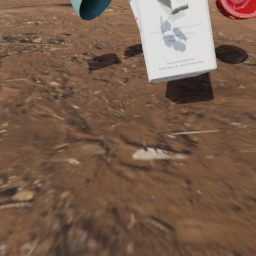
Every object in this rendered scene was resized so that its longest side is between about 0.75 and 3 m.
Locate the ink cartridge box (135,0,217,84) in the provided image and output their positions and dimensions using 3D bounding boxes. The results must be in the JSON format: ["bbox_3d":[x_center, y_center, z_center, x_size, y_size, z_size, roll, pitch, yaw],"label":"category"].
[{"bbox_3d":[0.735,-2.336,5.382,1.151,2.778,2.039,-9,6,5],"label":"ink cartridge box"}]

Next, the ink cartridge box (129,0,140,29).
[{"bbox_3d":[0.779,-3.665,9.018,1.098,1.891,0.636,-21,12,5],"label":"ink cartridge box"}]

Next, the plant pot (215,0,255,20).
[{"bbox_3d":[2.945,-3.528,7.236,1.409,1.409,1.283,3,17,4],"label":"plant pot"}]

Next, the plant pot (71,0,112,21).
[{"bbox_3d":[-1.121,-3.820,7.751,0.897,1.331,1.331,48,47,9],"label":"plant pot"}]
